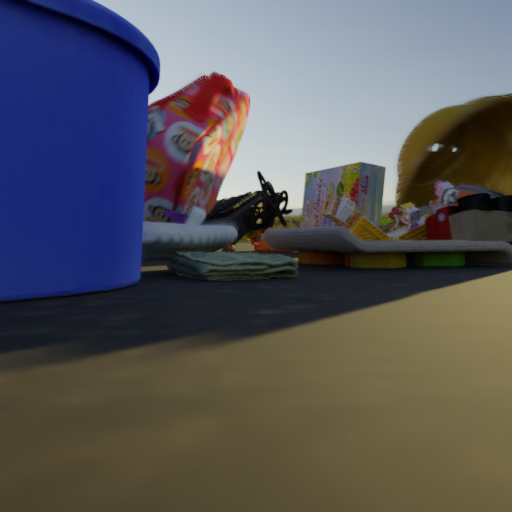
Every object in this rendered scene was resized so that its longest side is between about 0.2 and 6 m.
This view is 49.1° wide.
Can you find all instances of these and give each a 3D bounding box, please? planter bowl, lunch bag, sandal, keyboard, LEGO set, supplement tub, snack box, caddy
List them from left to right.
[{"bbox_3d":[-2.290,-0.793,2.928,2.714,2.015,3.839,2,3,36],"label":"caddy"},{"bbox_3d":[-0.684,-0.237,4.936,0.716,0.433,1.761,-19,-6,20],"label":"sandal"},{"bbox_3d":[-1.009,-1.596,8.517,1.138,2.447,2.778,27,33,3],"label":"lunch bag"},{"bbox_3d":[-0.632,-1.210,12.415,2.895,1.102,5.562,-6,13,11],"label":"keyboard"},{"bbox_3d":[1.866,-1.020,12.611,0.754,1.878,2.227,6,-2,-25],"label":"snack box"},{"bbox_3d":[1.714,-0.545,7.830,2.174,1.000,0.809,-6,31,-22],"label":"LEGO set"},{"bbox_3d":[3.883,-1.840,11.015,3.470,3.470,1.445,-1,39,-30],"label":"planter bowl"},{"bbox_3d":[3.909,-0.626,10.079,1.238,1.238,2.020,1,1,37],"label":"supplement tub"}]

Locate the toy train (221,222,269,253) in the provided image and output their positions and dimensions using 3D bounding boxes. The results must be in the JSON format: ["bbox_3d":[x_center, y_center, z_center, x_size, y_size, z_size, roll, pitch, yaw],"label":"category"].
[{"bbox_3d":[-0.419,-0.405,12.099,1.683,0.468,1.264,-15,13,-35],"label":"toy train"}]

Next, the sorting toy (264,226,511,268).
[{"bbox_3d":[1.393,-0.042,6.317,2.137,0.390,1.978,4,0,-23],"label":"sorting toy"}]

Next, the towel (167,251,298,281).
[{"bbox_3d":[-0.210,0.066,4.398,0.797,0.196,1.074,-1,2,-23],"label":"towel"}]

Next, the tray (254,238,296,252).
[{"bbox_3d":[0.671,-0.287,14.143,0.977,0.367,1.981,1,3,15],"label":"tray"}]

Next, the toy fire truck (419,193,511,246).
[{"bbox_3d":[2.760,-0.364,7.651,1.492,1.090,1.695,-1,-10,-32],"label":"toy fire truck"}]
